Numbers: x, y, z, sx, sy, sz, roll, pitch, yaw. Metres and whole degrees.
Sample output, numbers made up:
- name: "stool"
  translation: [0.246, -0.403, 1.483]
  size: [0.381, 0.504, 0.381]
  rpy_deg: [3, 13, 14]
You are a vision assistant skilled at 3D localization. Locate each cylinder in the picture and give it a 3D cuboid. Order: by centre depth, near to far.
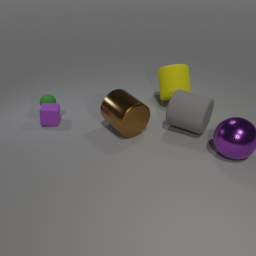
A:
- name: "cylinder"
  translation: [-0.114, -0.575, 10.619]
  size: [1.400, 1.400, 1.400]
  rpy_deg: [-19, 41, -30]
- name: "cylinder"
  translation: [2.351, -0.629, 10.627]
  size: [1.400, 1.400, 1.400]
  rpy_deg: [20, 35, 24]
- name: "cylinder"
  translation: [2.121, -2.057, 12.825]
  size: [1.400, 1.400, 1.400]
  rpy_deg: [-6, -2, 0]

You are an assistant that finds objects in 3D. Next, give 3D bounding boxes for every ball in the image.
- name: "ball"
  translation: [3.530, 0.334, 9.185]
  size: [1.400, 1.400, 1.400]
  rpy_deg: [0, 29, 0]
- name: "ball"
  translation: [-3.464, -1.126, 12.134]
  size: [0.700, 0.700, 0.700]
  rpy_deg: [0, 29, 0]

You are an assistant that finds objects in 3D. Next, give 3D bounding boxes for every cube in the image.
- name: "cube"
  translation: [-3.150, -0.547, 11.359]
  size: [0.700, 0.700, 0.700]
  rpy_deg: [2, 30, -7]
